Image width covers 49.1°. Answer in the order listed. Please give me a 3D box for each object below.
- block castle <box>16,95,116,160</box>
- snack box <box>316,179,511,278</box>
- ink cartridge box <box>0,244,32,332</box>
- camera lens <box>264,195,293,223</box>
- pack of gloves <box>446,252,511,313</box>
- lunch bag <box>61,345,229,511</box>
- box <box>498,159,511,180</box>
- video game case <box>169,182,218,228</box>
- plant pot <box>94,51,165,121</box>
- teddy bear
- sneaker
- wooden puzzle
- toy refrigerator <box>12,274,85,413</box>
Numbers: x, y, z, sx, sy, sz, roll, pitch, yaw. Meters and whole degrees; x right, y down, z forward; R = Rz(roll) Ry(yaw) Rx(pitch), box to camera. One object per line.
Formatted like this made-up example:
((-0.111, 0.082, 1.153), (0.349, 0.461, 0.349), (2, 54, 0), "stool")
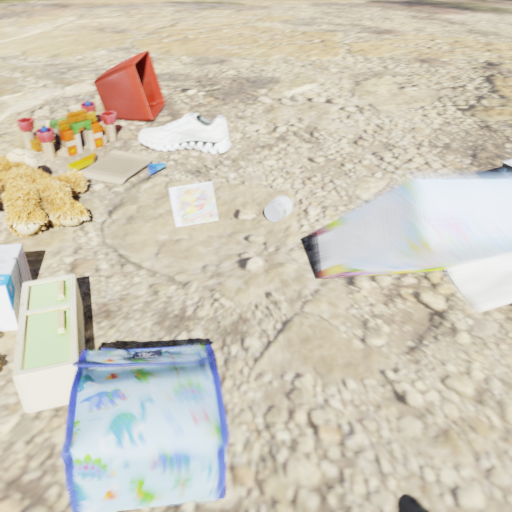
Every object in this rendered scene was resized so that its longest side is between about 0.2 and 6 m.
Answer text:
((-5.483, -3.828, 16.413), (2.487, 1.167, 1.662), (-28, 42, -36), "block castle")
((2.853, -0.370, 9.333), (2.595, 1.041, 3.077), (-3, -11, -20), "snack box")
((-4.457, 0.446, 10.008), (0.564, 0.979, 1.690), (-5, 33, -7), "ink cartridge box")
((0.526, -1.083, 12.813), (0.485, 0.485, 0.607), (20, 38, 28), "camera lens")
((5.455, -0.653, 11.051), (3.848, 0.759, 3.233), (-14, 38, -1), "pack of gloves")
((-1.401, 1.969, 7.284), (1.899, 1.423, 2.233), (-1, 30, -10), "lunch bag")
((7.319, -1.523, 13.172), (1.605, 0.828, 2.752), (-18, 37, -25), "box")
((-1.406, -1.162, 12.641), (0.988, 0.899, 0.113), (-11, 2, -17), "video game case")
((-4.251, -5.506, 18.561), (1.636, 1.857, 1.855), (-8, 32, 11), "plant pot")
((-5.180, -1.557, 12.939), (2.556, 1.177, 3.526), (-7, 34, -15), "teddy bear")
((-2.082, -3.610, 16.177), (2.708, 1.098, 1.018), (3, 35, 7), "sneaker")
((-3.739, -2.362, 15.027), (2.327, 0.272, 1.570), (17, 41, 25), "wooden puzzle")
((-3.234, 1.256, 8.869), (0.899, 0.828, 2.368), (-10, 33, -12), "toy refrigerator")
